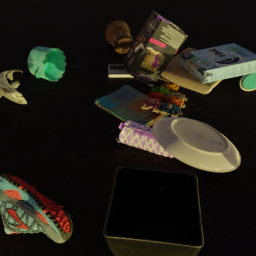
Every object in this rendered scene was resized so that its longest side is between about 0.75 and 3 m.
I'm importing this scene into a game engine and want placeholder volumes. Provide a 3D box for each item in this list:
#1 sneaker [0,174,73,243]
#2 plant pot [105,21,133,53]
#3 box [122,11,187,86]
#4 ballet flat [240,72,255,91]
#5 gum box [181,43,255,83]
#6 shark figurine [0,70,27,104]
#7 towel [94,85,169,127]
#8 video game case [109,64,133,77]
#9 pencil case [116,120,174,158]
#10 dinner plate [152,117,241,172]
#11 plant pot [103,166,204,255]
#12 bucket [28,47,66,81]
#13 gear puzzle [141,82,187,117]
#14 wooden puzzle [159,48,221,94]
[{"bbox_3d":[-2.217,1.980,6.287,2.229,0.884,1.065,29,87,24],"label":"sneaker"},{"bbox_3d":[-0.414,-4.784,14.979,1.396,1.396,1.382,-8,45,-11],"label":"plant pot"},{"bbox_3d":[1.023,-3.276,11.655,1.321,2.491,1.523,23,28,-26],"label":"box"},{"bbox_3d":[5.389,-2.149,11.858,2.230,0.774,0.774,-28,44,-18],"label":"ballet flat"},{"bbox_3d":[3.897,-2.802,11.880,2.607,0.581,2.215,-13,35,-9],"label":"gum box"},{"bbox_3d":[-4.952,-1.664,11.170,1.389,0.970,2.325,16,31,-40],"label":"shark figurine"},{"bbox_3d":[0.191,-0.837,10.439,1.804,0.267,2.459,-30,46,-34],"label":"towel"},{"bbox_3d":[-0.263,-2.660,12.979,1.262,0.147,1.147,-1,38,-3],"label":"video game case"},{"bbox_3d":[0.626,0.289,8.445,1.864,0.797,0.782,15,61,18],"label":"pencil case"},{"bbox_3d":[2.052,0.306,8.268,2.713,0.329,2.713,14,30,-8],"label":"dinner plate"},{"bbox_3d":[0.502,1.949,5.653,1.669,1.485,1.673,4,36,6],"label":"plant pot"},{"bbox_3d":[-3.523,-2.802,12.155,0.977,1.502,1.502,16,39,23],"label":"bucket"},{"bbox_3d":[1.546,-1.287,10.751,1.458,0.369,2.816,15,32,12],"label":"gear puzzle"},{"bbox_3d":[3.056,-2.611,12.694,2.745,0.553,2.968,25,48,30],"label":"wooden puzzle"}]
